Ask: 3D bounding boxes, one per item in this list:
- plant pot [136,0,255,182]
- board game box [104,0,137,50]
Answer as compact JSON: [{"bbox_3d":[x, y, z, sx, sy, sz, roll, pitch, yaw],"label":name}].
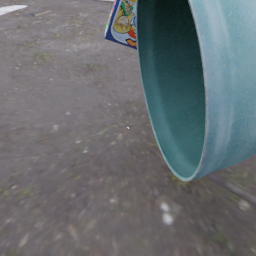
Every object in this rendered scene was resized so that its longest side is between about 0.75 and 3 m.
[{"bbox_3d":[1.416,-0.906,4.033,2.002,2.987,2.987,-10,39,-7],"label":"plant pot"},{"bbox_3d":[1.013,-2.201,5.554,2.594,1.756,0.447,14,45,-14],"label":"board game box"}]
